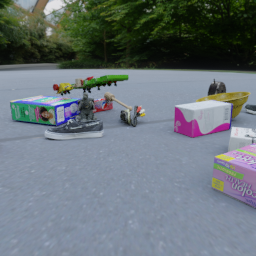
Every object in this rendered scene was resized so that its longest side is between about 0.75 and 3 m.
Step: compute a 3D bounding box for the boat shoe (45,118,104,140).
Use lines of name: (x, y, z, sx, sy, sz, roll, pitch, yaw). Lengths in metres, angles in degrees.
boat shoe: (-1.948, -0.018, 10.190, 2.107, 0.714, 0.756, -2, 15, -7)

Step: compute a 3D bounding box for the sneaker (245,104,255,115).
sneaker: (6.818, -1.061, 13.707, 2.066, 0.874, 0.769, 13, 19, 40)

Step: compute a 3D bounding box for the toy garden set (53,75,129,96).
toy garden set: (-1.726, -1.854, 12.431, 2.317, 0.555, 2.780, -11, 6, -43)

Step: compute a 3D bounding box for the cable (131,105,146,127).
cable: (0.403, -0.575, 11.955, 0.323, 0.624, 1.285, -21, 18, 29)

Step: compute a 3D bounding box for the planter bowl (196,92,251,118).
planter bowl: (4.356, -0.947, 12.761, 2.374, 0.989, 2.374, -11, 11, 2)

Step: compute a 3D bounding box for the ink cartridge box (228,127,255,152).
ink cartridge box: (3.890, 0.489, 8.410, 1.606, 0.666, 1.179, 6, 17, 20)

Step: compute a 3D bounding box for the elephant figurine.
elephant figurine: (-1.810, -0.955, 12.294, 1.093, 1.409, 0.997, 13, 20, 40)

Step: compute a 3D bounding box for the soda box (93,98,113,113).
soda box: (-1.649, -1.173, 14.647, 0.649, 0.588, 1.854, 12, 20, 41)

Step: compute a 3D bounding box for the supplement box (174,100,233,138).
supplement box: (2.936, -0.405, 10.938, 2.116, 1.071, 1.094, -10, 18, -32)

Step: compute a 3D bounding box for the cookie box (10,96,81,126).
cookie box: (-3.683, -0.866, 12.843, 2.467, 0.927, 2.110, 6, 16, 22)

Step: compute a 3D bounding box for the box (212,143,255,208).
box: (2.984, 1.029, 6.199, 1.661, 0.803, 1.461, -12, 19, -34)

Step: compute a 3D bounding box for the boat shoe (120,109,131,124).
boat shoe: (-0.121, -0.498, 12.236, 0.463, 0.503, 1.408, -5, 17, -1)

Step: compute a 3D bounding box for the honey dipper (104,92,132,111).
honey dipper: (-0.460, -1.306, 14.037, 0.398, 0.398, 2.095, -13, 32, -38)

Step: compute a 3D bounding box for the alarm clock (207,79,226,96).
alarm clock: (5.304, -1.952, 16.367, 0.671, 1.359, 2.015, 15, -6, 37)
